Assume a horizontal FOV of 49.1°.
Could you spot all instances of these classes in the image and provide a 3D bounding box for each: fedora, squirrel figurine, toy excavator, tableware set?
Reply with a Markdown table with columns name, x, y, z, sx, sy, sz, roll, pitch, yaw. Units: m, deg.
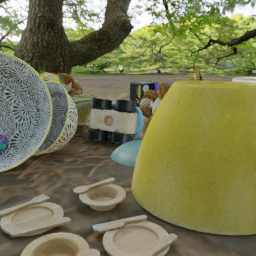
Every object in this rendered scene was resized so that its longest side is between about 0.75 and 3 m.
| name | x | y | z | sx | sy | sz | roll | pitch | yaw |
| --- | --- | --- | --- | --- | --- | --- | --- | --- | --- |
| fedora | 2.358 | -1.418 | 9.768 | 0.532 | 1.305 | 1.305 | -12 | 8 | 22 |
| squirrel figurine | -3.861 | -2.630 | 17.118 | 2.241 | 1.586 | 2.092 | 23 | 13 | 18 |
| toy excavator | -0.469 | -0.246 | 8.813 | 2.376 | 1.220 | 2.443 | 8 | 3 | 23 |
| tableware set | -0.626 | 1.279 | 3.781 | 1.889 | 0.262 | 2.262 | -8 | 15 | -30 |
| squirrel figurine | 1.408 | -0.633 | 10.097 | 2.168 | 1.534 | 2.023 | 11 | 0 | -15 |

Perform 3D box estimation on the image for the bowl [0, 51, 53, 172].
| name | x | y | z | sx | sy | sz | roll | pitch | yaw |
| --- | --- | --- | --- | --- | --- | --- | --- | --- | --- |
| bowl | -3.176 | -0.274 | 6.432 | 2.714 | 2.714 | 1.274 | -5 | -9 | -20 |

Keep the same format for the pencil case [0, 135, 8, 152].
| name | x | y | z | sx | sy | sz | roll | pitch | yaw |
| --- | --- | --- | --- | --- | --- | --- | --- | --- | --- |
| pencil case | -3.138 | 0.409 | 6.201 | 0.374 | 0.406 | 0.879 | 37 | 26 | 22 |

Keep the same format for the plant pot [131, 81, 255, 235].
| name | x | y | z | sx | sy | sz | roll | pitch | yaw |
| --- | --- | --- | --- | --- | --- | --- | --- | --- | --- |
| plant pot | 1.411 | 0.190 | 4.782 | 2.701 | 1.917 | 2.701 | 0 | 13 | 0 |

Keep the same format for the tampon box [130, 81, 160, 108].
| name | x | y | z | sx | sy | sz | roll | pitch | yaw |
| --- | --- | --- | --- | --- | --- | --- | --- | --- | --- |
| tampon box | 1.054 | -1.647 | 13.964 | 1.674 | 1.255 | 1.057 | -9 | 16 | -34 |

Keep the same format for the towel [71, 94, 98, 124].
| name | x | y | z | sx | sy | sz | roll | pitch | yaw |
| --- | --- | --- | --- | --- | --- | --- | --- | --- | --- |
| towel | -1.976 | -0.491 | 9.104 | 1.728 | 0.425 | 2.330 | -9 | -11 | -20 |

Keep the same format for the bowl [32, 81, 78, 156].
| name | x | y | z | sx | sy | sz | roll | pitch | yaw |
| --- | --- | --- | --- | --- | --- | --- | --- | --- | --- |
| bowl | -1.935 | -0.147 | 7.251 | 1.952 | 1.952 | 0.916 | 10 | -11 | 35 |

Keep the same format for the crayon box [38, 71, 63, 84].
| name | x | y | z | sx | sy | sz | roll | pitch | yaw |
| --- | --- | --- | --- | --- | --- | --- | --- | --- | --- |
| crayon box | -3.029 | -1.868 | 10.835 | 0.917 | 0.267 | 0.545 | 16 | 37 | -7 |

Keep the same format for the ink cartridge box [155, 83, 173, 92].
| name | x | y | z | sx | sy | sz | roll | pitch | yaw |
| --- | --- | --- | --- | --- | --- | --- | --- | --- | --- |
| ink cartridge box | 1.950 | -1.482 | 13.079 | 1.400 | 1.413 | 0.307 | 0 | -14 | -1 |

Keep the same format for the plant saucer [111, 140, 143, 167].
| name | x | y | z | sx | sy | sz | roll | pitch | yaw |
| --- | --- | --- | --- | --- | --- | --- | --- | --- | --- |
| plant saucer | 0.349 | 0.550 | 6.817 | 1.547 | 0.298 | 1.547 | 1 | 14 | 0 |

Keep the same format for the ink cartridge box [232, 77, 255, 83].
| name | x | y | z | sx | sy | sz | roll | pitch | yaw |
| --- | --- | --- | --- | --- | --- | --- | --- | --- | --- |
| ink cartridge box | 3.799 | -0.117 | 6.014 | 2.638 | 1.942 | 1.908 | -5 | 14 | -18 |
